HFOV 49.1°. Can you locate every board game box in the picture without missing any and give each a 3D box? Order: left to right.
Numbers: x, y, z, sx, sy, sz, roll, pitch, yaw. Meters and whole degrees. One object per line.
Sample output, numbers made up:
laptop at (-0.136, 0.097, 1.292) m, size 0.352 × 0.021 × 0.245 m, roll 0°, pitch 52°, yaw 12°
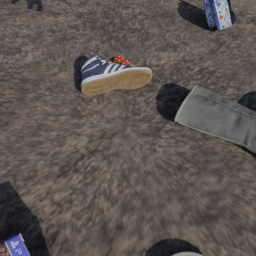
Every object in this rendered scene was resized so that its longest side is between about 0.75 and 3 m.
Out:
board game box at (-2.222, 3.223, 3.688) m, size 2.742 × 1.328 × 2.186 m, roll -23°, pitch 39°, yaw -30°

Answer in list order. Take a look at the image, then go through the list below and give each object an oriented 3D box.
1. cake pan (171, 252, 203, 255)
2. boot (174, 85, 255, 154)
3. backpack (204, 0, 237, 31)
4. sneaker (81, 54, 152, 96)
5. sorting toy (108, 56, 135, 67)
cake pan at (1.160, 3.041, 5.127) m, size 1.424 × 0.261 × 1.424 m, roll 0°, pitch 49°, yaw 0°
boot at (3.180, -0.450, 7.849) m, size 2.964 × 1.075 × 2.695 m, roll 26°, pitch 51°, yaw 29°
backpack at (3.662, -4.638, 11.190) m, size 1.142 × 1.482 × 1.412 m, roll -23°, pitch 40°, yaw 18°
sneaker at (-0.445, -1.846, 9.094) m, size 2.306 × 0.808 × 1.251 m, roll -12°, pitch 51°, yaw -6°
sorting toy at (-0.269, -2.161, 9.728) m, size 0.757 × 0.265 × 0.761 m, roll 33°, pitch 56°, yaw 26°
